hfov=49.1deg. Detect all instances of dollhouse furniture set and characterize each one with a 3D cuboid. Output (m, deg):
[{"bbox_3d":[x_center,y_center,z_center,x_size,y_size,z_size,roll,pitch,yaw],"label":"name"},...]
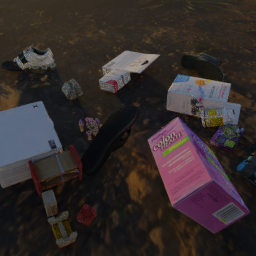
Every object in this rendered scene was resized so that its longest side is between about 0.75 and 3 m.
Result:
[{"bbox_3d":[-1.687,1.855,7.660,1.347,1.018,2.503,-18,59,-23],"label":"dollhouse furniture set"}]

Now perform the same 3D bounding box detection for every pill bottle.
[{"bbox_3d":[3.309,-0.378,10.345,1.086,0.610,0.610,-6,34,24],"label":"pill bottle"}]

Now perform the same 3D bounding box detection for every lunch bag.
[{"bbox_3d":[-2.460,-1.659,12.256,0.734,0.610,0.875,-32,45,-12],"label":"lunch bag"}]

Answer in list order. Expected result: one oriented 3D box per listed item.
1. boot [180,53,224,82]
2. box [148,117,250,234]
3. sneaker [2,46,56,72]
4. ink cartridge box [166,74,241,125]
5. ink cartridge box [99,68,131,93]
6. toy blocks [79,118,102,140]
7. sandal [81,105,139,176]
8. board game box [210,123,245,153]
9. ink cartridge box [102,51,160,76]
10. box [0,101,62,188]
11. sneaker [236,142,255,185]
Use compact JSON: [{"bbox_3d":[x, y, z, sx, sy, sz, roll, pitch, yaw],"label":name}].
[{"bbox_3d":[4.099,-3.157,13.963,1.764,0.914,2.700,-18,43,-30],"label":"boot"},{"bbox_3d":[1.761,1.199,7.260,1.094,1.991,2.264,-39,36,17],"label":"box"},{"bbox_3d":[-5.122,-3.592,14.251,2.652,1.174,0.982,-9,40,-9],"label":"sneaker"},{"bbox_3d":[3.152,-1.206,11.350,2.814,0.955,1.620,14,40,18],"label":"ink cartridge box"},{"bbox_3d":[-0.581,-2.169,12.679,0.875,0.502,1.205,19,48,34],"label":"ink cartridge box"},{"bbox_3d":[-1.281,-0.143,10.198,0.836,0.704,0.781,-24,43,-27],"label":"toy blocks"},{"bbox_3d":[-0.545,0.386,8.890,0.999,0.636,2.657,27,75,42],"label":"sandal"},{"bbox_3d":[3.578,0.303,10.055,0.835,0.225,1.392,26,45,24],"label":"board game box"},{"bbox_3d":[0.215,-3.146,14.051,2.085,0.529,2.366,15,40,25],"label":"ink cartridge box"},{"bbox_3d":[-3.212,0.457,8.567,1.937,1.266,1.927,-18,59,-23],"label":"box"},{"bbox_3d":[4.334,0.986,8.818,1.054,0.942,2.574,44,51,12],"label":"sneaker"}]
